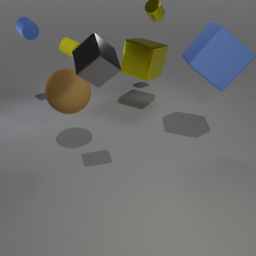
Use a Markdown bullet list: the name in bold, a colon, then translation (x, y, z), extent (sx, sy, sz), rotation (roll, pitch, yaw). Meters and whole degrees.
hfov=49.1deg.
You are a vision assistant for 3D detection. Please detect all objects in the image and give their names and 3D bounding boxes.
- **cube**: translation (-0.678, -1.434, 6.006), extent (0.700, 0.700, 0.700), rotation (25, 41, -49)
- **cylinder**: translation (-3.961, -3.926, 11.046), extent (0.700, 0.700, 0.700), rotation (-20, 47, -32)
- **ball**: translation (-1.841, -1.130, 8.665), extent (1.400, 1.400, 1.400), rotation (0, 29, 0)
- **cube**: translation (0.691, -2.969, 12.003), extent (1.400, 1.400, 1.400), rotation (23, 29, 23)
- **cube**: translation (2.761, -2.267, 8.759), extent (1.400, 1.400, 1.400), rotation (35, 23, -15)
- **cylinder**: translation (-2.636, -3.666, 12.770), extent (0.700, 0.700, 0.700), rotation (29, 36, 12)
- **cylinder**: translation (1.160, -5.064, 12.067), extent (0.700, 0.700, 0.700), rotation (17, -5, 28)
